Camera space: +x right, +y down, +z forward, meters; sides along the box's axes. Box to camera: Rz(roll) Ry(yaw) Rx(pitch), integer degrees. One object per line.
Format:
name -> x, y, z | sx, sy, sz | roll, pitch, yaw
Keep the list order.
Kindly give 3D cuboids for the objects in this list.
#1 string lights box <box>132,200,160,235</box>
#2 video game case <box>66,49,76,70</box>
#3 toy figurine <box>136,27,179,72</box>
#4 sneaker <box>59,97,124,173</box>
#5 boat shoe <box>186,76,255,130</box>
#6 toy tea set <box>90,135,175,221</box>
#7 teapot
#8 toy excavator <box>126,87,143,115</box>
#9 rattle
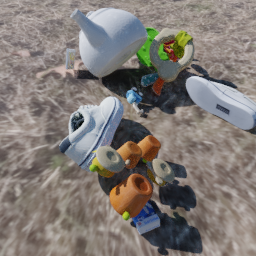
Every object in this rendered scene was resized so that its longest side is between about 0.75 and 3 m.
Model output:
string lights box -> 0.251, 1.652, 5.638 | 0.444, 0.255, 0.865 | -18, 40, -15
video game case -> -2.172, -2.604, 10.620 | 0.086, 0.755, 0.687 | 10, 14, 9
toy figurine -> 1.551, -3.144, 11.293 | 1.796, 1.465, 1.951 | -19, 65, -40
sneaker -> -0.844, -0.184, 6.978 | 1.040, 1.073, 2.937 | 38, 25, -14
boat shoe -> 2.882, -0.854, 8.479 | 0.814, 0.916, 2.491 | -30, 57, -30
toy tea set -> 0.136, 0.967, 5.960 | 1.410, 0.878, 2.372 | 48, 30, 17
teapot -> -0.737, -3.228, 9.860 | 2.645, 2.680, 1.957 | -38, 90, -25
toy excavator -> 0.218, -0.806, 8.699 | 0.739, 0.380, 0.760 | 39, 39, -5
rattle -> 1.408, -2.201, 10.337 | 1.649, 2.533, 1.809 | 17, -6, -4
